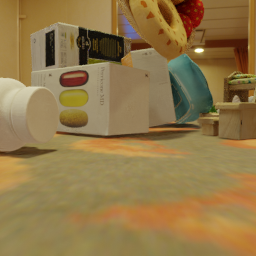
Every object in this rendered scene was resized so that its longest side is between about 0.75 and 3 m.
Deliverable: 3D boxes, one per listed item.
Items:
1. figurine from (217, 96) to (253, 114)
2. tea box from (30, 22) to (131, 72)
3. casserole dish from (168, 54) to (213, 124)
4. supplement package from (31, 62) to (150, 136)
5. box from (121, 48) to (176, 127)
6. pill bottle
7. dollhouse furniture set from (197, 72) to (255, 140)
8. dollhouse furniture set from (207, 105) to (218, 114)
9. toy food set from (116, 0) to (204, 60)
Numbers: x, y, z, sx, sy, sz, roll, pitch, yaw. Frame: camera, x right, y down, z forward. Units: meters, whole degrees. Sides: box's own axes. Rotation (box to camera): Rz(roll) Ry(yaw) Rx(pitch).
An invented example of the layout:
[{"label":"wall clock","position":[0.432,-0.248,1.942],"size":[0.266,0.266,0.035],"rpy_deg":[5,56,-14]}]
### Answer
[{"label":"figurine","position":[5.239,-0.761,11.632],"size":[2.732,1.176,2.666],"rpy_deg":[-3,-3,-33]},{"label":"tea box","position":[-1.564,-1.681,9.668],"size":[2.940,2.989,1.997],"rpy_deg":[-2,5,-41]},{"label":"casserole dish","position":[1.521,-1.008,8.373],"size":[0.582,1.817,2.999],"rpy_deg":[-28,-7,-8]},{"label":"supplement package","position":[-0.853,-0.581,6.012],"size":[2.371,1.348,1.298],"rpy_deg":[3,4,38]},{"label":"box","position":[0.547,-1.102,7.858],"size":[0.977,2.005,1.247],"rpy_deg":[-11,6,-12]},{"label":"pill bottle","position":[-1.758,-0.164,3.538],"size":[1.639,0.912,0.912],"rpy_deg":[2,5,19]},{"label":"dollhouse furniture set","position":[2.094,-0.607,6.168],"size":[2.202,1.384,2.490],"rpy_deg":[-3,5,-31]},{"label":"dollhouse furniture set","position":[2.716,-0.566,12.122],"size":[1.925,0.966,1.261],"rpy_deg":[-28,-7,9]},{"label":"toy food set","position":[0.641,-2.845,5.498],"size":[0.709,2.884,2.914],"rpy_deg":[-14,15,42]}]
